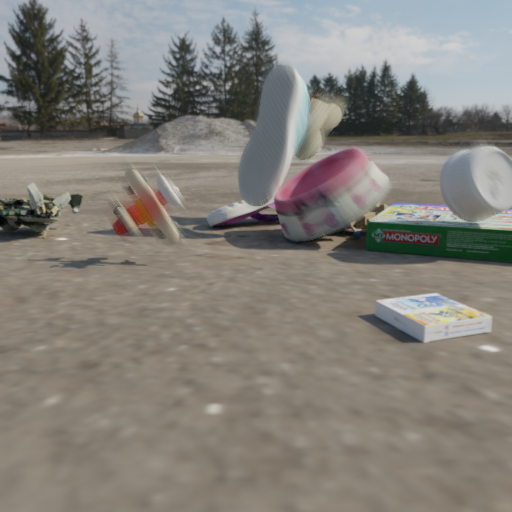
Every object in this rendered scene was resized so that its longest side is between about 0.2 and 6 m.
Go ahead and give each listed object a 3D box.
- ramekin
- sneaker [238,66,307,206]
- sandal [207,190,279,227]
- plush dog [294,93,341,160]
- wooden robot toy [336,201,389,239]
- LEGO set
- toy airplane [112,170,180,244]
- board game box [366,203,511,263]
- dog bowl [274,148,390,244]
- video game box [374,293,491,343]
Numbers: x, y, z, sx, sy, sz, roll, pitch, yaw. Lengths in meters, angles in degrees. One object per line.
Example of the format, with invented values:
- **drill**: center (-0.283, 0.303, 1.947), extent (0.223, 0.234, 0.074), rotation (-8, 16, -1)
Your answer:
- **ramekin**: center (3.418, -1.105, 8.460), extent (1.128, 1.128, 0.592), rotation (-6, -5, -24)
- **sneaker**: center (0.474, -2.140, 10.556), extent (0.958, 2.592, 1.062), rotation (21, 6, 28)
- **sandal**: center (0.389, -0.984, 11.932), extent (2.988, 0.734, 1.216), rotation (-18, 2, -17)
- **plush dog**: center (0.869, -2.919, 11.926), extent (1.296, 1.211, 1.509), rotation (12, 62, 44)
- **wooden robot toy**: center (1.823, -0.854, 10.964), extent (0.973, 0.944, 2.144), rotation (-5, 7, 34)
- **LEGO set**: center (-4.564, -0.776, 11.103), extent (2.194, 0.958, 3.379), rotation (0, -1, -9)
- **toy airplane**: center (-1.548, -0.717, 8.253), extent (0.984, 0.989, 0.698), rotation (10, -6, 3)
- **board game box**: center (3.998, -0.412, 9.541), extent (3.730, 0.543, 2.510), rotation (5, 14, 23)
- **dog bowl**: center (1.256, -1.147, 10.060), extent (2.137, 0.788, 2.137), rotation (-30, 18, 11)
- **video game box**: center (1.772, 0.611, 5.703), extent (0.791, 0.203, 0.868), rotation (-7, 14, -20)
